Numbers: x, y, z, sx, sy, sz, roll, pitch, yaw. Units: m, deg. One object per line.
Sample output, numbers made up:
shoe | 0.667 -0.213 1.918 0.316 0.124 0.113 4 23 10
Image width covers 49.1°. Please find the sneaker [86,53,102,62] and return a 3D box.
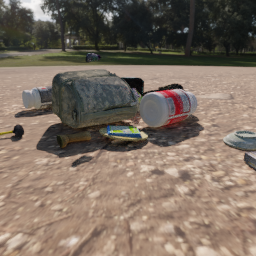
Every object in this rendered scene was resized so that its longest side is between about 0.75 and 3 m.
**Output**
sneaker | -1.301 -2.666 10.613 0.372 0.316 0.850 14 29 13

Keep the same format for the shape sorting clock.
shape sorting clock | -0.142 0.198 9.336 1.631 0.320 1.631 2 12 0

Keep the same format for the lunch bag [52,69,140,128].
lunch bag | -1.262 -1.063 11.038 2.878 2.006 2.414 -12 35 -34

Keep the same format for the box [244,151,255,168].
box | 3.620 0.887 7.039 0.863 0.263 1.090 -4 16 -13

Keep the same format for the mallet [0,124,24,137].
mallet | -4.303 0.237 9.384 1.618 0.333 0.533 -16 26 -30

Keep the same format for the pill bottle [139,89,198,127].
pill bottle | 1.699 -0.852 11.198 2.368 1.329 1.329 -13 21 -42

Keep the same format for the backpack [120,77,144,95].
backpack | -0.004 -2.019 15.060 1.663 1.462 1.275 3 6 -1

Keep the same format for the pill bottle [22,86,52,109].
pill bottle | -4.229 -1.534 14.042 1.876 1.092 1.092 -12 20 -36

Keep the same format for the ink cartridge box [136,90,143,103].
ink cartridge box | 0.044 -1.379 13.368 1.113 0.570 1.505 5 -8 19

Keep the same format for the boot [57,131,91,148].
boot | -1.674 0.325 8.888 1.046 0.346 0.916 -6 17 -22

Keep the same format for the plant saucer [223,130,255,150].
plant saucer | 3.731 0.329 8.881 1.342 0.337 1.342 0 15 0

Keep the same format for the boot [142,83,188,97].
boot | 2.369 -1.594 14.138 2.970 1.117 2.220 13 20 39
